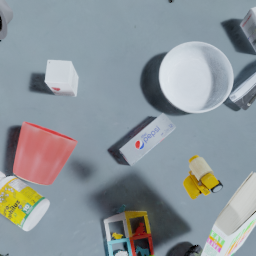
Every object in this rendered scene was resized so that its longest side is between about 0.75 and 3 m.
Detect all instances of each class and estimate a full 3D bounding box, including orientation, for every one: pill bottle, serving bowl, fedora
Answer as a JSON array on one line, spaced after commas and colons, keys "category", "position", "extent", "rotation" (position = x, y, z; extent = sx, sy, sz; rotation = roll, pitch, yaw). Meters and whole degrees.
[{"category": "pill bottle", "position": [-3.829, 2.376, 9.420], "extent": [2.116, 1.193, 1.193], "rotation": [33, 79, 7]}, {"category": "serving bowl", "position": [2.460, -1.803, 10.490], "extent": [2.686, 0.884, 2.686], "rotation": [0, 81, 2]}, {"category": "fedora", "position": [-5.298, -4.578, 10.948], "extent": [2.116, 1.871, 0.955], "rotation": [25, 49, 7]}]

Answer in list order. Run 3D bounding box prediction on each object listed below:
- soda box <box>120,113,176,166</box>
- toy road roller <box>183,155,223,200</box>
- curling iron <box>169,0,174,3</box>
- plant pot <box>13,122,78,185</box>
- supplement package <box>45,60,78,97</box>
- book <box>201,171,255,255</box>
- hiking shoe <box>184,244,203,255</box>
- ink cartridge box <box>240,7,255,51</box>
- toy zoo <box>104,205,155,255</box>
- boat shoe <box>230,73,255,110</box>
[{"category": "soda box", "position": [0.696, 0.422, 10.132], "extent": [2.110, 0.669, 0.720], "rotation": [-40, 80, -8]}, {"category": "toy road roller", "position": [1.501, 1.117, 5.981], "extent": [0.724, 0.992, 0.610], "rotation": [-37, 47, 8]}, {"category": "curling iron", "position": [1.647, -5.698, 11.794], "extent": [0.260, 0.134, 1.049], "rotation": [-26, 79, -5]}, {"category": "plant pot", "position": [-2.926, 0.895, 9.537], "extent": [1.934, 1.934, 1.711], "rotation": [21, 88, 5]}, {"category": "supplement package", "position": [-2.390, -1.787, 10.251], "extent": [0.856, 1.413, 0.846], "rotation": [4, 77, 2]}, {"category": "book", "position": [2.523, 2.671, 7.022], "extent": [1.910, 2.859, 0.687], "rotation": [-32, 51, -29]}, {"category": "hiking shoe", "position": [2.005, 5.143, 8.905], "extent": [1.295, 0.974, 2.572], "rotation": [33, 79, 11]}, {"category": "ink cartridge box", "position": [5.161, -3.806, 10.869], "extent": [0.632, 1.089, 1.504], "rotation": [-23, 78, -6]}, {"category": "toy zoo", "position": [0.052, 3.816, 9.583], "extent": [1.529, 0.239, 2.331], "rotation": [-10, 78, -2]}, {"category": "boat shoe", "position": [5.180, -1.747, 10.486], "extent": [2.888, 1.010, 0.957], "rotation": [-39, 86, -7]}]
